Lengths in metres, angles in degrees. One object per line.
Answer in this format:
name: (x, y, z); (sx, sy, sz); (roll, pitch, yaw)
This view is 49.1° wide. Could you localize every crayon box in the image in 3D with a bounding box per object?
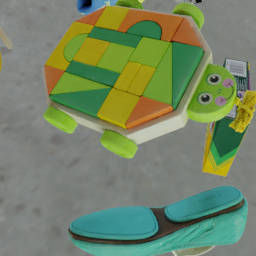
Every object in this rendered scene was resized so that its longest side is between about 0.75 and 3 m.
crayon box: (1.536, -0.176, 4.433); (0.415, 1.228, 1.424); (13, 48, 10)

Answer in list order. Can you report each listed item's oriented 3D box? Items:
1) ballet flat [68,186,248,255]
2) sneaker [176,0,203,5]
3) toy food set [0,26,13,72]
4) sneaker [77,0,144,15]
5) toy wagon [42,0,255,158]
ballet flat: (0.558, 1.789, 4.613); (2.994, 1.008, 1.054); (-11, 103, -4)
sneaker: (1.569, -3.262, 7.046); (0.820, 0.306, 0.336); (-20, 59, -25)
toy food set: (-2.628, -1.112, 4.456); (0.583, 1.049, 1.783); (-5, 53, 22)
sneaker: (-0.097, -3.231, 5.923); (1.531, 2.914, 1.104); (-27, 86, -43)
toy wagon: (0.193, -0.675, 3.393); (2.636, 0.522, 2.045); (21, 74, 28)
